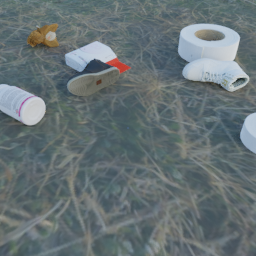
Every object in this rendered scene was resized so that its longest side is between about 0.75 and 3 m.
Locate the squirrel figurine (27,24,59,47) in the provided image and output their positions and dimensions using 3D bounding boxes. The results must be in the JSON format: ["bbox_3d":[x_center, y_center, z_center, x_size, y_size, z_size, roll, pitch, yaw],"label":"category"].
[{"bbox_3d":[-4.499,-4.824,14.465,1.585,1.122,1.480,-24,40,-29],"label":"squirrel figurine"}]

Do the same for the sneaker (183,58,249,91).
[{"bbox_3d":[3.655,-2.160,11.494,2.545,0.938,1.471,-6,39,-8],"label":"sneaker"}]

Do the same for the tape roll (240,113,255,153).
[{"bbox_3d":[4.559,0.206,9.053,1.668,0.583,1.668,0,41,0],"label":"tape roll"}]

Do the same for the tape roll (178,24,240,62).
[{"bbox_3d":[3.883,-4.085,13.639,2.816,0.985,2.816,0,41,0],"label":"tape roll"}]

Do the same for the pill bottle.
[{"bbox_3d":[-3.925,-0.881,9.960,1.809,1.025,1.025,24,47,25],"label":"pill bottle"}]

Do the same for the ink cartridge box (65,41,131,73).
[{"bbox_3d":[-1.371,-3.081,12.829,2.423,0.691,1.969,30,50,35],"label":"ink cartridge box"}]

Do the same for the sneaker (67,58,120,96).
[{"bbox_3d":[-1.660,-2.113,11.506,2.451,0.917,1.302,-24,46,-37],"label":"sneaker"}]
